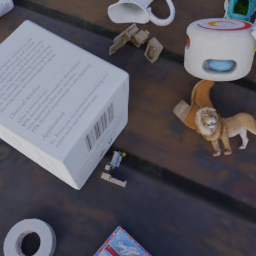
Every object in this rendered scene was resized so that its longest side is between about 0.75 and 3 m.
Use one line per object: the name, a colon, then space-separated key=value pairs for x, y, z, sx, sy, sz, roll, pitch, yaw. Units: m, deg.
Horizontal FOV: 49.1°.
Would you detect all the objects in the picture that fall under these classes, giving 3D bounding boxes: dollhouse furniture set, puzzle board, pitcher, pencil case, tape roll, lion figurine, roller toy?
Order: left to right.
pencil case: x=-4.594 y=-3.671 z=8.714 sx=0.853 sy=0.931 sz=2.052 roll=37 pitch=72 yaw=20
tape roll: x=-2.140 y=2.552 z=6.154 sx=1.052 sy=0.347 sz=1.052 roll=0 pitch=66 yaw=0
dollhouse furniture set: x=-0.200 y=0.924 z=6.681 sx=0.525 sy=0.759 sz=0.804 roll=19 pitch=78 yaw=8
puzzle board: x=0.081 y=3.452 z=5.826 sx=2.212 sy=0.192 sz=1.667 roll=38 pitch=71 yaw=16
dollhouse furniture set: x=0.188 y=-2.240 z=8.092 sx=0.929 sy=1.085 sz=1.141 roll=-41 pitch=86 yaw=-12
pitcher: x=0.633 y=-4.428 z=8.888 sx=2.054 sy=1.451 sz=2.394 roll=15 pitch=75 yaw=-1
roller toy: x=2.417 y=-2.082 z=7.522 sx=1.791 sy=1.372 sz=1.963 roll=-20 pitch=37 yaw=-26
lion figurine: x=2.557 y=-0.015 z=6.944 sx=1.961 sy=0.711 sz=1.201 roll=-10 pitch=84 yaw=-26

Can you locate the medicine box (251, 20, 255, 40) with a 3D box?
medicine box: x=4.562 y=-2.249 z=6.908 sx=2.649 sy=1.364 sz=2.413 roll=46 pitch=52 yaw=-15

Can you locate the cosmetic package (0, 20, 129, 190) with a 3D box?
cosmetic package: x=-1.707 y=-0.453 z=6.471 sx=2.751 sy=2.288 sz=2.302 roll=31 pitch=69 yaw=12

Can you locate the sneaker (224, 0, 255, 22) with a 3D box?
sneaker: x=3.616 y=-3.935 z=8.765 sx=1.046 sy=1.075 sz=2.698 roll=15 pitch=65 yaw=7

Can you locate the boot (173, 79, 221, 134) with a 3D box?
boot: x=2.130 y=-0.559 z=7.497 sx=1.211 sy=0.577 sz=1.565 roll=41 pitch=83 yaw=18
